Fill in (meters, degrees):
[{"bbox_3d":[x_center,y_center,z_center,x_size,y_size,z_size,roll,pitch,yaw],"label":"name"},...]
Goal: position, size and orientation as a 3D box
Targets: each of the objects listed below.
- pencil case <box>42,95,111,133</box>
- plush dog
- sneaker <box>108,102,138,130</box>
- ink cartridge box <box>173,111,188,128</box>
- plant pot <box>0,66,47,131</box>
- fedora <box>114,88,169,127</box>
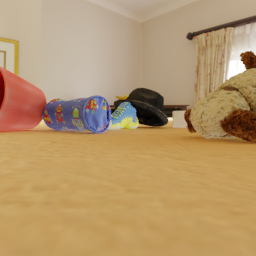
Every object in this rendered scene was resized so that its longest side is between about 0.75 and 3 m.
[{"bbox_3d":[-1.614,-0.424,8.715,1.193,1.071,2.746,-3,4,-40],"label":"pencil case"},{"bbox_3d":[2.306,-0.463,6.007,2.039,1.905,2.374,-29,13,-22],"label":"plush dog"},{"bbox_3d":[-0.367,-0.447,9.998,0.718,0.996,1.896,2,3,39],"label":"sneaker"},{"bbox_3d":[2.544,-0.367,11.598,1.164,0.678,1.608,1,3,18],"label":"ink cartridge box"},{"bbox_3d":[-3.859,-0.812,9.079,2.152,2.152,1.904,2,-7,30],"label":"plant pot"},{"bbox_3d":[0.638,-0.953,11.421,2.414,1.102,2.414,20,-16,6],"label":"fedora"}]
